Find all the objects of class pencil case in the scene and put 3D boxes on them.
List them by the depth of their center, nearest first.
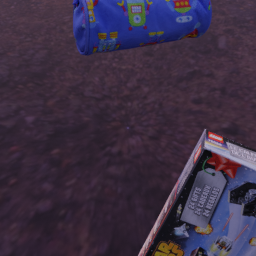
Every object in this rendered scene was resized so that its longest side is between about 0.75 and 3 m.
[{"bbox_3d":[0.230,-1.759,4.349,2.235,0.971,0.872,-16,21,-20],"label":"pencil case"}]

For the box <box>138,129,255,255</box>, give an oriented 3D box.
[{"bbox_3d":[1.015,1.220,2.909,1.452,2.121,0.423,23,29,5],"label":"box"}]
